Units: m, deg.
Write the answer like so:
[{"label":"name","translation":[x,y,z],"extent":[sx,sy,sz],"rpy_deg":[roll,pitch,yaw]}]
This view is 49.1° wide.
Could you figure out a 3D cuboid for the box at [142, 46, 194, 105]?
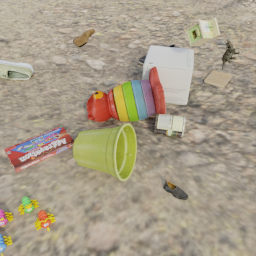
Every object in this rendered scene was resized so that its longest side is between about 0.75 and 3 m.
[{"label":"box","translation":[1.726,-2.337,12.202],"extent":[2.035,1.744,2.025],"rpy_deg":[7,40,9]}]

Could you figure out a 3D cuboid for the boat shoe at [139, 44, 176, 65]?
[{"label":"boat shoe","translation":[1.589,-3.935,14.899],"extent":[2.293,0.719,0.833],"rpy_deg":[-18,44,-20]}]

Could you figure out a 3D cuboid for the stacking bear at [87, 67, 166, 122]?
[{"label":"stacking bear","translation":[-0.155,-1.008,10.804],"extent":[2.958,1.682,1.796],"rpy_deg":[-11,46,3]}]

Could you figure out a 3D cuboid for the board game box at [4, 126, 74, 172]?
[{"label":"board game box","translation":[-3.073,0.680,9.863],"extent":[2.178,0.212,1.121],"rpy_deg":[-25,47,-27]}]

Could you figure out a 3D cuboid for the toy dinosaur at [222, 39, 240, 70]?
[{"label":"toy dinosaur","translation":[3.732,-2.690,10.371],"extent":[0.437,1.135,0.580],"rpy_deg":[6,17,-26]}]

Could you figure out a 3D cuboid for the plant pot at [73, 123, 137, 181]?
[{"label":"plant pot","translation":[-0.774,0.699,8.882],"extent":[1.623,1.765,1.765],"rpy_deg":[3,39,21]}]

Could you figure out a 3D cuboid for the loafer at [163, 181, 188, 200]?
[{"label":"loafer","translation":[1.436,1.871,8.385],"extent":[0.820,0.296,0.298],"rpy_deg":[24,45,25]}]

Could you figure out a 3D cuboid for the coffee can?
[{"label":"coffee can","translation":[1.539,-0.096,10.334],"extent":[1.054,0.771,0.771],"rpy_deg":[7,41,8]}]

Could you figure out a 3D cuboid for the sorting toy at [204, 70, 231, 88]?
[{"label":"sorting toy","translation":[4.311,-2.328,13.448],"extent":[0.989,0.195,1.069],"rpy_deg":[24,50,25]}]

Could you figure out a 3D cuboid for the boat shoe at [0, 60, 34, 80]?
[{"label":"boat shoe","translation":[-5.795,-2.726,13.406],"extent":[2.386,0.859,0.740],"rpy_deg":[-2,43,-6]}]

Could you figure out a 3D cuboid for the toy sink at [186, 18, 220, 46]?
[{"label":"toy sink","translation":[2.736,-3.543,10.352],"extent":[0.582,0.677,1.039],"rpy_deg":[-14,0,-34]}]

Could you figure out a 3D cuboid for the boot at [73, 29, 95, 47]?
[{"label":"boot","translation":[-1.774,-3.803,11.898],"extent":[1.101,0.405,0.415],"rpy_deg":[-39,77,-15]}]

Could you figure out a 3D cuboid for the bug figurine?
[{"label":"bug figurine","translation":[-2.929,2.518,7.507],"extent":[1.747,0.450,1.355],"rpy_deg":[-25,46,-26]}]
